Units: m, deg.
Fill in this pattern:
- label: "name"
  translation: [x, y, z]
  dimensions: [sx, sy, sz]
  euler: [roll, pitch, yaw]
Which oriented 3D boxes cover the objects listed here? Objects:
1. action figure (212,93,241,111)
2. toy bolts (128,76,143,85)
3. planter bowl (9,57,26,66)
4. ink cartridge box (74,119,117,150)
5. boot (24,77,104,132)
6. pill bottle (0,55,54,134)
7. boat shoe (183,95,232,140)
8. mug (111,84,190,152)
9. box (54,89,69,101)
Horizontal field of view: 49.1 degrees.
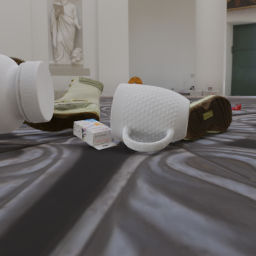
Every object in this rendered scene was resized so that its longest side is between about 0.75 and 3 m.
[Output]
- label: "action figure"
  translation: [4.869, -1.390, 14.671]
  dimensions: [1.907, 0.944, 0.622]
  euler: [3, 8, 39]
- label: "toy bolts"
  translation: [0.289, -1.580, 14.081]
  dimensions: [1.831, 1.749, 1.270]
  euler: [-21, 20, -14]
- label: "planter bowl"
  translation: [-3.507, -1.219, 9.093]
  dimensions: [2.022, 2.022, 1.361]
  euler: [0, 9, 2]
- label: "ink cartridge box"
  translation: [-0.619, 0.101, 5.343]
  dimensions: [0.469, 0.276, 0.815]
  euler: [-12, 29, -42]
- label: "boot"
  translation: [-1.563, -0.641, 6.941]
  dimensions: [1.875, 0.676, 1.450]
  euler: [-2, 45, 4]
- label: "pill bottle"
  translation: [-2.828, -0.585, 5.136]
  dimensions: [2.678, 1.456, 1.456]
  euler: [-4, 8, 1]
- label: "boat shoe"
  translation: [1.662, -0.272, 6.822]
  dimensions: [0.990, 0.931, 2.599]
  euler: [-9, 0, 42]
- label: "mug"
  translation: [0.416, -0.117, 5.176]
  dimensions: [1.331, 1.121, 1.519]
  euler: [7, 39, 13]
- label: "box"
  translation: [-2.785, -1.067, 11.567]
  dimensions: [1.286, 1.053, 2.708]
  euler: [-3, 8, -19]
